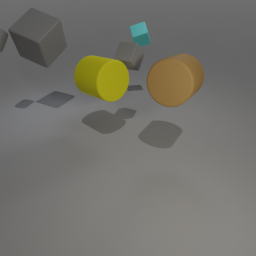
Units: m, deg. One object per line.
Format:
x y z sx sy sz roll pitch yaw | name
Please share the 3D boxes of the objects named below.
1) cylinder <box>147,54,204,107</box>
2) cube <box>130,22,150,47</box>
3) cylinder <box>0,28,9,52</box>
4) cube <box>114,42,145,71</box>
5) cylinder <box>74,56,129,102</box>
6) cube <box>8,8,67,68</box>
1.460 -1.472 8.479 1.400 1.400 1.400 14 24 23 | cylinder
0.535 -4.105 12.371 0.700 0.700 0.700 -16 61 8 | cube
-4.836 -3.255 10.256 0.700 0.700 0.700 17 -9 3 | cylinder
0.056 -2.503 9.788 0.700 0.700 0.700 14 -11 29 | cube
-0.920 -1.737 9.750 1.400 1.400 1.400 -24 32 -36 | cylinder
-3.433 -3.476 10.861 1.400 1.400 1.400 26 64 13 | cube
